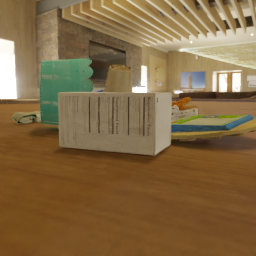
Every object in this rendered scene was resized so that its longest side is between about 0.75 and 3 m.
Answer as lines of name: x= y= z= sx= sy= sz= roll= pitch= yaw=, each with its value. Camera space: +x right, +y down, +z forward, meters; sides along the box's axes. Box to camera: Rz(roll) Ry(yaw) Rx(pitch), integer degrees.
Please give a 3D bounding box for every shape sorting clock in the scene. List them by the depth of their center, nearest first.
shape sorting clock: x=1.936 y=0.021 z=6.846 sx=2.497 sy=0.490 sz=2.497 roll=-5 pitch=9 yaw=1

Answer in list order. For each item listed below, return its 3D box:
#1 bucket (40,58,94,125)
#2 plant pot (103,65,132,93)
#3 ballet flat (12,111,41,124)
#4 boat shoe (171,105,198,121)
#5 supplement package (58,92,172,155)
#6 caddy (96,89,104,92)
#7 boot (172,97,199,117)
bucket: x=-1.879 y=-1.056 z=8.540 sx=1.451 sy=2.230 sz=2.230 roll=1 pitch=7 yaw=-13
plant pot: x=-0.241 y=-1.237 z=7.631 sx=0.930 sy=0.851 sz=0.930 roll=6 pitch=27 yaw=-3
ballet flat: x=-3.572 y=-0.362 z=10.424 sx=0.486 sy=0.486 sz=1.399 roll=7 pitch=12 yaw=44
boat shoe: x=1.726 y=-0.531 z=10.505 sx=1.892 sy=0.656 sz=0.670 roll=-2 pitch=8 yaw=-13
supplement package: x=-0.246 y=-0.169 z=5.789 sx=2.081 sy=1.140 sz=1.184 roll=3 pitch=8 yaw=24
caddy: x=-0.405 y=-0.672 z=9.020 sx=2.406 sy=1.263 sz=1.701 roll=2 pitch=5 yaw=5
boot: x=1.914 y=-0.920 z=12.453 sx=1.850 sy=0.909 sz=2.585 roll=2 pitch=12 yaw=-2
